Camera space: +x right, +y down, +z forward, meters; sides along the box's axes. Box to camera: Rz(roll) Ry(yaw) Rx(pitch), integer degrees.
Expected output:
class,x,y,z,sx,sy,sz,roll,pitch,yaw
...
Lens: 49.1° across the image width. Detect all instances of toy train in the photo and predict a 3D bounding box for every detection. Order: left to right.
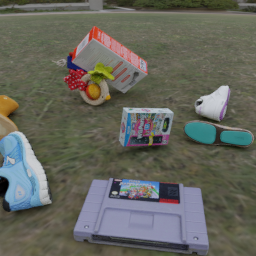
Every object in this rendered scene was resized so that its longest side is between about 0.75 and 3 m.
class,x,y,z,sx,sy,sz,roll,pitch,yaw
toy train,-2.724,-3.636,15.517,2.614,1.106,1.512,16,21,27

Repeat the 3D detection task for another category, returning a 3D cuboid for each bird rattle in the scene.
class,x,y,z,sx,sy,sz,roll,pitch,yaw
bird rattle,-1.514,-1.666,11.117,2.020,1.647,1.138,-15,12,24

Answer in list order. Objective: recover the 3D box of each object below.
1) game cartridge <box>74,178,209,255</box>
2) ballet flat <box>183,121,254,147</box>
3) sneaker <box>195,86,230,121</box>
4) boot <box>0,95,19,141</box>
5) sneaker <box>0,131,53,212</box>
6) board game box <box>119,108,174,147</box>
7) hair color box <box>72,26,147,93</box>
class,x,y,z,sx,sy,sz,roll,pitch,yaw
game cartridge,0.313,1.765,5.969,2.560,0.491,1.659,3,33,6
ballet flat,2.786,0.205,8.783,2.092,0.712,0.703,13,10,14
sneaker,3.268,-1.093,10.813,1.179,0.886,2.366,12,30,21
boot,-4.440,-0.543,9.736,2.908,1.023,2.082,20,21,14
sneaker,-2.839,0.977,6.790,1.232,1.074,2.740,-20,33,-26
board game box,0.521,-0.030,8.162,1.431,1.056,0.460,-1,23,-19
hair color box,-0.709,-2.716,11.545,2.759,1.530,0.882,28,46,-31
